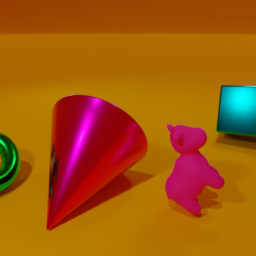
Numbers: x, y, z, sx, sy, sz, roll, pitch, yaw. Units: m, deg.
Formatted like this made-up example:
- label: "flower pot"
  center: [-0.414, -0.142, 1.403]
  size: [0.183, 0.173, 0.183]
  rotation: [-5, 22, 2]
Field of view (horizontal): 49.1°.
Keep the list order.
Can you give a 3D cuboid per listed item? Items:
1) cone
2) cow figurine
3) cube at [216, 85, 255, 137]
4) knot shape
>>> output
- label: "cone"
  center: [-0.739, 0.680, 4.003]
  size: [1.643, 1.643, 1.649]
  rotation: [8, 50, 21]
- label: "cow figurine"
  center: [0.772, 0.506, 3.774]
  size: [1.034, 1.051, 0.577]
  rotation: [36, 10, -2]
- label: "cube"
  center: [2.585, -0.356, 6.109]
  size: [1.011, 1.011, 1.011]
  rotation: [7, 3, 30]
- label: "knot shape"
  center: [-2.821, 0.416, 4.215]
  size: [1.834, 0.905, 1.959]
  rotation: [9, 0, 29]
